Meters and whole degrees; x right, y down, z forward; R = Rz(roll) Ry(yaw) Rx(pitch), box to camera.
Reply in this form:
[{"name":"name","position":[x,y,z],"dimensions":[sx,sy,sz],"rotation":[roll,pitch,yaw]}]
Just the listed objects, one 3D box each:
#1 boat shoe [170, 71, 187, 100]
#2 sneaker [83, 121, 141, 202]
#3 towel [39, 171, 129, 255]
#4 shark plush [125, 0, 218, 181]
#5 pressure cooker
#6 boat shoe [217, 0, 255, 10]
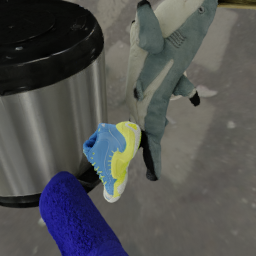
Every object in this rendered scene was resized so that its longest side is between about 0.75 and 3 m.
[{"name":"boat shoe","position":[0.851,-1.505,6.255],"dimensions":[0.802,0.996,2.147],"rotation":[-30,67,26]},{"name":"sneaker","position":[-0.207,0.300,2.602],"dimensions":[0.468,0.892,0.338],"rotation":[13,27,-9]},{"name":"towel","position":[-0.046,2.121,3.151],"dimensions":[0.738,2.200,2.979],"rotation":[-32,51,-18]},{"name":"shark plush","position":[0.602,-0.625,4.323],"dimensions":[1.245,1.358,2.989],"rotation":[6,87,-4]},{"name":"pressure cooker","position":[-1.554,-0.245,4.298],"dimensions":[2.548,2.853,2.509],"rotation":[-8,41,-10]},{"name":"boat shoe","position":[2.355,-3.195,6.365],"dimensions":[2.949,1.076,0.928],"rotation":[17,60,17]}]
